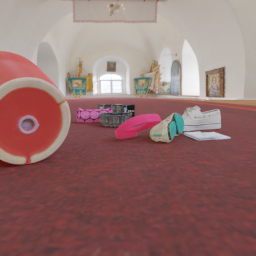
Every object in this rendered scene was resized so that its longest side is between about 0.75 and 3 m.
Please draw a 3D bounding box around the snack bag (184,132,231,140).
[{"bbox_3d":[2.523,0.235,8.953,1.161,0.124,1.095,-1,8,-12],"label":"snack bag"}]

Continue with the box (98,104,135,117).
[{"bbox_3d":[-0.623,-0.934,15.105,1.593,0.686,1.305,4,7,30],"label":"box"}]

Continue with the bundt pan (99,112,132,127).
[{"bbox_3d":[-0.512,-0.345,11.651,1.409,0.529,1.409,-1,8,0],"label":"bundt pan"}]

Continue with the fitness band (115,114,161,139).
[{"bbox_3d":[0.299,-0.046,8.349,1.168,0.304,1.626,-31,-14,35],"label":"fitness band"}]

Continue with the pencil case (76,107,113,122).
[{"bbox_3d":[-1.586,-0.625,12.972,1.669,0.758,0.782,-1,44,-24],"label":"pencil case"}]

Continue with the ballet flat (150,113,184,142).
[{"bbox_3d":[1.239,-0.043,8.856,0.709,0.767,2.273,-7,4,22],"label":"ballet flat"}]

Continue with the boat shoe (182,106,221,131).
[{"bbox_3d":[2.443,-0.387,10.579,2.568,0.896,0.910,-3,8,-20],"label":"boat shoe"}]

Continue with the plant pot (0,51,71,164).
[{"bbox_3d":[-2.556,-0.391,6.256,2.507,2.507,2.218,-6,20,-36],"label":"plant pot"}]
